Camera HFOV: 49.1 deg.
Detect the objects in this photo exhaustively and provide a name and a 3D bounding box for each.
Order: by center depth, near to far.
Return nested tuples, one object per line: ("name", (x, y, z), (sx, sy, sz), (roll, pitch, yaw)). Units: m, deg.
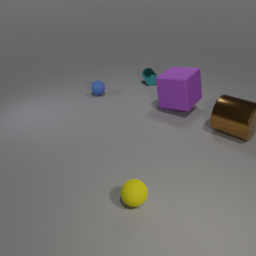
("ball", (0.161, 1.674, 7.253), (0.700, 0.700, 0.700), (0, 30, 0))
("cylinder", (3.989, -0.402, 10.356), (1.400, 1.400, 1.400), (23, 37, 35))
("cube", (2.199, -1.697, 11.954), (1.400, 1.400, 1.400), (11, 36, 36))
("ball", (-1.461, -1.974, 13.747), (0.700, 0.700, 0.700), (0, 30, 0))
("cylinder", (1.184, -2.762, 15.086), (0.700, 0.700, 0.700), (-11, 47, -19))
